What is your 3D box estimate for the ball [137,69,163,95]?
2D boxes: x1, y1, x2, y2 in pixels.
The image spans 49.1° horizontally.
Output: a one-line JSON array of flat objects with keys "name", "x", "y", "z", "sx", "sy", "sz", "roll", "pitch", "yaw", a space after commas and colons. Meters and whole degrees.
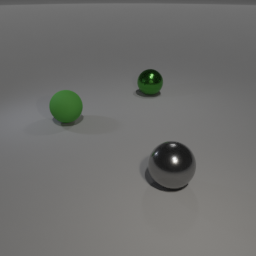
[{"name": "ball", "x": 1.194, "y": -2.466, "z": 15.095, "sx": 1.400, "sy": 1.400, "sz": 1.400, "roll": 0, "pitch": 27, "yaw": 0}]

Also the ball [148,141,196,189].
[{"name": "ball", "x": 1.299, "y": 1.084, "z": 8.289, "sx": 1.400, "sy": 1.400, "sz": 1.400, "roll": 0, "pitch": 27, "yaw": 0}]

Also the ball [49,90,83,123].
[{"name": "ball", "x": -2.646, "y": -0.927, "z": 11.996, "sx": 1.400, "sy": 1.400, "sz": 1.400, "roll": 0, "pitch": 27, "yaw": 0}]
